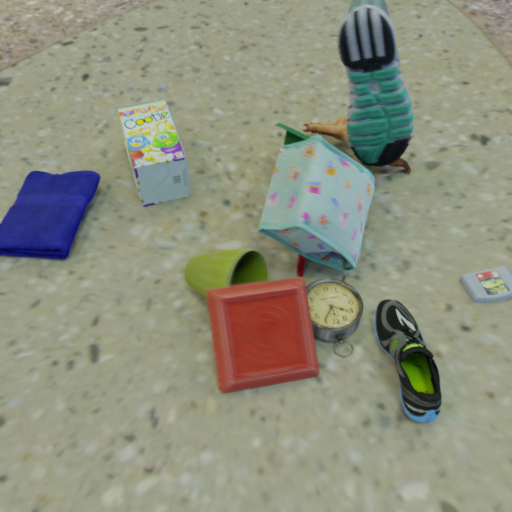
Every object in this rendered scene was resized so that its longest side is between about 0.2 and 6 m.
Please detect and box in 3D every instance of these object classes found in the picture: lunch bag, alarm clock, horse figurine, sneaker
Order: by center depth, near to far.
[{"bbox_3d":[2.666,1.647,9.565,0.812,0.949,2.291,-5,49,-6],"label":"sneaker"},{"bbox_3d":[1.400,1.144,10.260,1.154,0.570,1.711,-7,48,-7],"label":"alarm clock"},{"bbox_3d":[1.333,-0.913,10.775,1.376,2.257,1.922,-3,68,47],"label":"lunch bag"},{"bbox_3d":[2.495,-3.557,11.375,1.368,3.678,1.610,0,52,15],"label":"sneaker"},{"bbox_3d":[2.603,-2.817,13.522,1.722,0.649,2.599,-18,49,-36],"label":"horse figurine"}]

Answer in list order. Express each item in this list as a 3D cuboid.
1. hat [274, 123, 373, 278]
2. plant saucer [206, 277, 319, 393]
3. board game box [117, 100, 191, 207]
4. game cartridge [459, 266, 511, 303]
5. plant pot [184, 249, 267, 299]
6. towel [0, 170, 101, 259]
[{"bbox_3d":[0.938,-1.272,12.500,2.457,2.611,2.966,30,13,13],"label":"hat"},{"bbox_3d":[0.145,1.332,9.578,1.778,0.327,1.781,-7,85,-11],"label":"plant saucer"},{"bbox_3d":[-2.363,-2.398,12.919,1.165,1.186,2.261,-14,50,-11],"label":"board game box"},{"bbox_3d":[4.624,0.580,11.006,1.030,0.211,0.686,-11,54,-9],"label":"game cartridge"},{"bbox_3d":[-0.674,0.395,10.594,1.320,1.235,1.235,10,47,35],"label":"plant pot"},{"bbox_3d":[-4.472,-0.901,12.091,1.749,0.587,2.369,1,49,10],"label":"towel"}]
